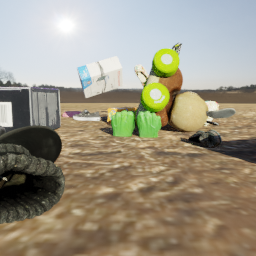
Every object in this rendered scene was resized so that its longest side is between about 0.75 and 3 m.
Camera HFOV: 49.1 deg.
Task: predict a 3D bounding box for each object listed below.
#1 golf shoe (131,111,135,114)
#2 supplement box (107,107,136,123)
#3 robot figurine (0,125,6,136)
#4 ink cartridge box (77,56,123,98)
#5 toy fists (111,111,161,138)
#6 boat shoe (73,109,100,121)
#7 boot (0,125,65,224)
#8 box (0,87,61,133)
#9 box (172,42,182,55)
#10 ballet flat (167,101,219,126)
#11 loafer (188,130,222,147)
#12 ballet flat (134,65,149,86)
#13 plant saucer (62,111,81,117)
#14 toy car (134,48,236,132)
[{"bbox_3d":[0.622,-0.333,11.478,0.737,0.606,1.559,27,18,25],"label":"golf shoe"},{"bbox_3d":[-0.255,-0.624,13.008,0.680,0.658,1.976,5,9,24],"label":"supplement box"},{"bbox_3d":[-2.854,0.116,4.661,1.718,1.291,1.072,4,34,29],"label":"robot figurine"},{"bbox_3d":[-1.111,-2.084,11.493,1.703,0.731,1.247,-18,-28,-9],"label":"ink cartridge box"},{"bbox_3d":[0.235,-0.139,8.303,1.498,0.764,0.515,2,7,15],"label":"toy fists"},{"bbox_3d":[-2.039,-0.651,13.704,1.620,0.537,0.566,5,8,37],"label":"boat shoe"},{"bbox_3d":[-1.180,0.436,3.295,1.444,0.727,1.931,-4,14,36],"label":"boot"},{"bbox_3d":[-3.526,-0.557,8.962,2.040,1.438,2.756,0,7,2],"label":"box"},{"bbox_3d":[2.077,-3.208,12.524,0.249,1.050,1.014,23,32,16],"label":"box"},{"bbox_3d":[2.647,-0.430,10.983,2.898,1.096,0.926,-9,42,-29],"label":"ballet flat"},{"bbox_3d":[1.819,0.284,6.700,0.362,0.414,1.152,-20,3,-10],"label":"loafer"},{"bbox_3d":[0.860,-2.421,14.392,0.700,1.851,0.592,-23,35,30],"label":"ballet flat"},{"bbox_3d":[-3.157,-0.809,16.107,1.213,0.308,1.213,0,7,0],"label":"plant saucer"},{"bbox_3d":[1.888,-0.834,9.231,2.963,2.338,2.434,19,-15,0],"label":"toy car"}]
